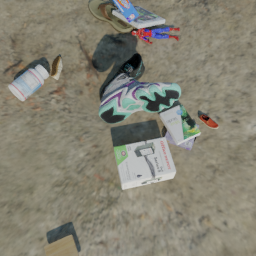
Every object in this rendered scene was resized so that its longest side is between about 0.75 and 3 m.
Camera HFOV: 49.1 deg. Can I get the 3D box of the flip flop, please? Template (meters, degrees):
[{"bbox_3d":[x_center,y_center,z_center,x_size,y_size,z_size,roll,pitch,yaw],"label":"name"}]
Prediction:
[{"bbox_3d":[-0.746,-5.079,12.443,0.993,0.705,2.448,-41,70,-18],"label":"flip flop"}]

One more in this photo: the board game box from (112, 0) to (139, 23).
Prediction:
[{"bbox_3d":[-0.324,-4.275,9.110,0.428,1.445,1.901,-36,28,13],"label":"board game box"}]

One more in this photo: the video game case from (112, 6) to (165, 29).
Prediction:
[{"bbox_3d":[0.466,-4.817,12.114,1.589,0.204,1.748,-24,50,-33],"label":"video game case"}]

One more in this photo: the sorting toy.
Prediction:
[{"bbox_3d":[-1.908,3.747,8.262,0.860,0.299,0.855,-21,65,-10],"label":"sorting toy"}]

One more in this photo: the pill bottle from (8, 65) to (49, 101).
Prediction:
[{"bbox_3d":[-3.772,-1.768,10.753,0.783,0.783,1.439,37,68,17],"label":"pill bottle"}]

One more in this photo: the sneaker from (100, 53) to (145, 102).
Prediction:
[{"bbox_3d":[-0.259,-1.904,10.724,0.931,0.979,2.471,33,69,13],"label":"sneaker"}]

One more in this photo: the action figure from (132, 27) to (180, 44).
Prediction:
[{"bbox_3d":[1.157,-3.909,11.775,2.019,0.659,0.999,2,34,2],"label":"action figure"}]

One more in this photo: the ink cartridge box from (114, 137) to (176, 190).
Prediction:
[{"bbox_3d":[0.536,1.156,9.298,1.797,0.755,1.307,-12,64,-6],"label":"ink cartridge box"}]

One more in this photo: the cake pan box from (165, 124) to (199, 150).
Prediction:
[{"bbox_3d":[1.937,0.185,10.061,1.076,0.281,0.991,19,67,9],"label":"cake pan box"}]

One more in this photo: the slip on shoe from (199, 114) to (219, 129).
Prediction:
[{"bbox_3d":[2.978,-0.235,10.288,0.793,0.243,0.294,36,67,15],"label":"slip on shoe"}]

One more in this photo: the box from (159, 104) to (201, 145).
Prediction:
[{"bbox_3d":[1.832,-0.135,9.937,0.942,0.237,1.305,-24,67,-11],"label":"box"}]

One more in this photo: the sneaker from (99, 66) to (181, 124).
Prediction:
[{"bbox_3d":[0.240,-1.126,7.537,2.249,0.874,1.573,-14,50,16],"label":"sneaker"}]

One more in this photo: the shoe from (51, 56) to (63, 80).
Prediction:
[{"bbox_3d":[-2.880,-2.446,11.395,0.394,0.301,1.126,-15,55,29],"label":"shoe"}]
